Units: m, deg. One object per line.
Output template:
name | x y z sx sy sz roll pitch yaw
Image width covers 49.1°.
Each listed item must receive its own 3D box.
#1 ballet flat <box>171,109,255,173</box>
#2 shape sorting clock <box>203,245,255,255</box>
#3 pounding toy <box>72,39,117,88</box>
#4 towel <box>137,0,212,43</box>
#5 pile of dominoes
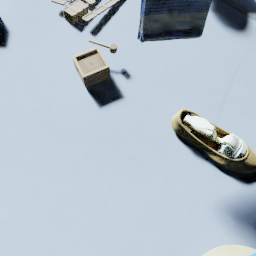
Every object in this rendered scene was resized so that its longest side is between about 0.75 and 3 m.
ballet flat | 2.216 0.316 7.072 2.490 0.785 0.855 29 69 12
shape sorting clock | 2.324 3.653 5.706 2.362 0.463 2.362 -2 63 4
pounding toy | -0.901 -1.990 8.228 1.324 0.606 1.164 -25 68 -11
towel | 0.919 -2.420 4.976 1.400 1.906 0.227 -7 49 -11
pile of dominoes | -1.342 -4.319 9.578 1.629 0.333 2.090 38 63 16
